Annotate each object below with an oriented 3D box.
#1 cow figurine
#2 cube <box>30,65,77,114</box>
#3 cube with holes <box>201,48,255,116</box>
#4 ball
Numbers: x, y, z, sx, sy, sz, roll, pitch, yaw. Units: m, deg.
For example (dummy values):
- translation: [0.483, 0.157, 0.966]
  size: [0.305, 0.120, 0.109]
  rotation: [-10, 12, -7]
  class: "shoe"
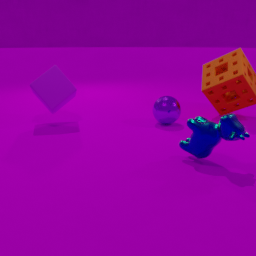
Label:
- translation: [1.836, 0.209, 6.017]
  size: [1.251, 1.272, 0.698]
  rotation: [33, 31, 32]
  class: "cow figurine"
- translation: [-2.346, -1.184, 8.884]
  size: [1.006, 1.006, 1.006]
  rotation: [-42, 5, -13]
  class: "cube"
- translation: [3.479, -1.534, 9.535]
  size: [1.374, 1.374, 1.374]
  rotation: [-21, 40, 37]
  class: "cube with holes"
- translation: [1.239, -0.573, 8.950]
  size: [0.913, 0.913, 0.913]
  rotation: [0, 18, 0]
  class: "ball"
